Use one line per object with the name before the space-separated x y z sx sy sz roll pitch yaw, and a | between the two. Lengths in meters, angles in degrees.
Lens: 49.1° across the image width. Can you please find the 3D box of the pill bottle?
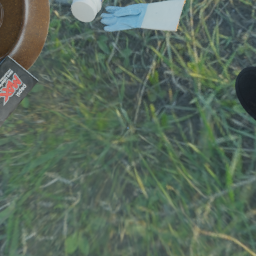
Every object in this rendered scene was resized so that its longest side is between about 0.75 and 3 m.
pill bottle | -1.052 -3.658 7.721 0.797 0.797 1.401 10 62 5

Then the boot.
boot | 3.725 -0.388 5.489 2.698 0.924 2.540 -4 30 -40

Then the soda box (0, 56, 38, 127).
soda box | -3.212 -0.378 6.296 0.905 0.810 2.557 41 79 -28

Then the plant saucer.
plant saucer | -3.255 -2.763 7.091 2.982 0.514 2.982 2 94 29

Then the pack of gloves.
pack of gloves | 0.479 -3.407 7.471 2.436 0.481 2.047 12 81 30
